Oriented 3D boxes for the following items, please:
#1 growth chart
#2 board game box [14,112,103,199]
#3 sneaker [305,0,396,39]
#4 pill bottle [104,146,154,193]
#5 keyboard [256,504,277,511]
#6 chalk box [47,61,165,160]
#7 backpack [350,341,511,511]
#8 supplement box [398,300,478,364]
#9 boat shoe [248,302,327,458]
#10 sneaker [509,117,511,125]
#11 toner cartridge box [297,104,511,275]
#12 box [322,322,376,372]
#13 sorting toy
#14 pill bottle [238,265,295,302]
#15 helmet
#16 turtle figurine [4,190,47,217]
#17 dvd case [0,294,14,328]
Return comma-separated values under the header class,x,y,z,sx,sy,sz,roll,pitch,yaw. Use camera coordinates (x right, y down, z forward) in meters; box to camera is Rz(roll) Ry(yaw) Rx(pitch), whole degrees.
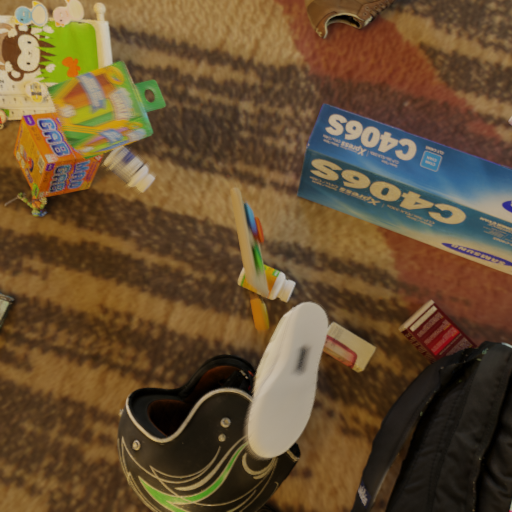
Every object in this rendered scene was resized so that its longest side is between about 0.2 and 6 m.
class,x,y,z,sx,sy,sz,roll,pitch,yaw
growth chart,-4.227,-3.615,10.729,3.106,0.275,2.247,-11,115,-4
board game box,-3.627,-1.862,10.229,1.067,1.068,1.067,-20,73,-39
sneaker,2.283,-5.189,11.602,2.482,0.874,0.937,-15,91,1
pill bottle,-2.098,-1.434,9.354,0.787,0.437,0.437,42,78,-10
keyboard,0.012,5.089,8.816,3.816,0.489,2.291,32,77,8
chalk box,-2.191,-2.266,8.591,1.523,0.944,0.951,-22,87,-3
backpack,3.359,3.494,8.003,2.738,3.609,4.325,27,72,-13
supplement box,3.258,1.525,9.826,0.735,0.411,1.350,-39,77,-11
boat shoe,0.333,1.615,7.442,0.737,0.726,2.080,26,66,-18
sneaker,6.256,-3.005,10.823,1.531,0.939,2.353,42,79,9
toner cartridge box,2.932,-1.050,9.693,4.343,2.063,0.938,21,76,6
box,1.556,1.593,9.739,0.856,0.548,0.467,31,77,8
sorting toy,0.020,0.135,8.861,0.286,1.593,2.138,-12,74,6
pill bottle,0.197,0.467,10.064,0.945,0.525,0.525,24,76,6
helmet,-0.807,2.843,8.477,2.354,2.469,2.469,-33,77,1
turtle figurine,-4.131,-1.143,10.400,0.527,0.732,0.710,-13,63,38
dvd case,-5.153,1.268,10.032,1.072,0.162,1.469,20,75,5
